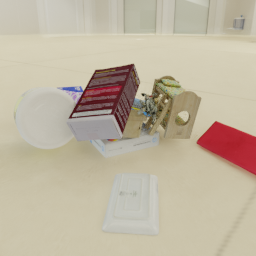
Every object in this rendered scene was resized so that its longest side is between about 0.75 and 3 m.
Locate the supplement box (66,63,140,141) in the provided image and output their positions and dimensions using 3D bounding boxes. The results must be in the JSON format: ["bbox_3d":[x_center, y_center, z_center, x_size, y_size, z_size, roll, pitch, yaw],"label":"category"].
[{"bbox_3d":[-0.438,-0.576,5.833,0.998,0.558,1.833,-4,43,22],"label":"supplement box"}]

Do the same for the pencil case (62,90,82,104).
[{"bbox_3d":[-1.949,-0.742,8.141,1.699,0.726,0.713,13,38,20],"label":"pencil case"}]

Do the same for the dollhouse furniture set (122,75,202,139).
[{"bbox_3d":[0.408,-0.745,6.952,1.851,1.164,2.093,2,26,-19],"label":"dollhouse furniture set"}]

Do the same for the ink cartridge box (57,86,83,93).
[{"bbox_3d":[-1.911,-0.967,9.504,0.914,0.430,1.944,-6,24,-15],"label":"ink cartridge box"}]

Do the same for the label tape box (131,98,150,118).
[{"bbox_3d":[0.181,-0.464,7.220,0.674,0.296,0.935,14,28,-11],"label":"label tape box"}]

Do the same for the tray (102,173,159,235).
[{"bbox_3d":[0.096,1.155,4.705,0.837,0.173,1.559,1,22,5],"label":"tray"}]

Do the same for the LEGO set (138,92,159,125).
[{"bbox_3d":[0.554,-0.518,6.280,0.311,0.712,1.097,-11,32,29],"label":"LEGO set"}]

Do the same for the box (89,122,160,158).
[{"bbox_3d":[-0.293,0.069,7.077,1.430,0.378,1.835,-11,24,-26],"label":"box"}]

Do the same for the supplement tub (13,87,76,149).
[{"bbox_3d":[-1.894,-0.284,6.328,1.271,1.271,1.753,-10,11,-23],"label":"supplement tub"}]

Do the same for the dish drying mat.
[{"bbox_3d":[2.384,0.430,5.966,0.774,0.183,2.016,-46,33,-7],"label":"dish drying mat"}]
